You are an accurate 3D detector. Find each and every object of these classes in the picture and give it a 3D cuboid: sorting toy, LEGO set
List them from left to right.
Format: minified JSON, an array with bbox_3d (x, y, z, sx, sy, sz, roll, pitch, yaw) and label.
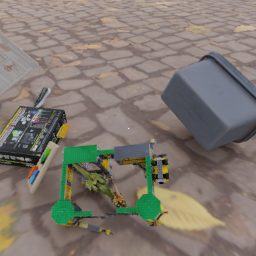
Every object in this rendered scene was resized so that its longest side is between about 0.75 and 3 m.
[{"bbox_3d":[-1.812,0.597,6.211,0.216,1.610,1.200,30,-9,-19],"label":"sorting toy"},{"bbox_3d":[-0.282,1.249,5.876,2.467,1.429,1.897,-14,64,7],"label":"LEGO set"}]

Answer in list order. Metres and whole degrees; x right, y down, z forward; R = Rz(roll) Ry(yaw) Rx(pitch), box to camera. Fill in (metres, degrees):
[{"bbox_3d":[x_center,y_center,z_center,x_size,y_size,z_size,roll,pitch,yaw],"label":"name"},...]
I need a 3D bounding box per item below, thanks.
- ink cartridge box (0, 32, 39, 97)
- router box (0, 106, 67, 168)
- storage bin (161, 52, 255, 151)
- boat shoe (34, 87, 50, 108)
[{"bbox_3d":[-3.976,-2.028,7.573,2.912,2.343,0.729,-23,40,37],"label":"ink cartridge box"},{"bbox_3d":[-2.607,0.202,7.556,1.377,0.571,1.838,6,43,8],"label":"router box"},{"bbox_3d":[2.079,-0.571,7.343,1.667,1.807,2.483,-19,63,-37],"label":"storage bin"},{"bbox_3d":[-2.966,-1.038,9.437,0.297,0.292,0.824,30,85,47],"label":"boat shoe"}]
